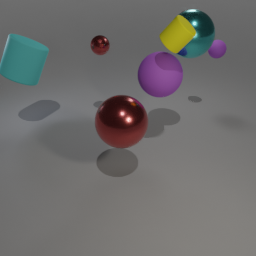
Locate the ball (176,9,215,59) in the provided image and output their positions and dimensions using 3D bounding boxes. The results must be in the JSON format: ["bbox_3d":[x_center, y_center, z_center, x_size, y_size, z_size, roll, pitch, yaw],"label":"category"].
[{"bbox_3d":[1.898,-2.816,8.443,1.400,1.400,1.400,0,31,0],"label":"ball"}]

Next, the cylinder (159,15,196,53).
[{"bbox_3d":[1.313,-2.476,7.418,0.700,0.700,0.700,28,41,-27],"label":"cylinder"}]

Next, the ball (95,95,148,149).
[{"bbox_3d":[-0.168,-0.164,7.330,1.400,1.400,1.400,0,31,0],"label":"ball"}]

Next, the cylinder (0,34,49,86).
[{"bbox_3d":[-3.741,-2.445,10.079,1.400,1.400,1.400,23,17,-7],"label":"cylinder"}]

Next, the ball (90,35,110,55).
[{"bbox_3d":[-1.010,-2.992,10.140,0.700,0.700,0.700,0,31,0],"label":"ball"}]

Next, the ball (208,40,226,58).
[{"bbox_3d":[3.486,-3.085,10.964,0.700,0.700,0.700,0,31,0],"label":"ball"}]

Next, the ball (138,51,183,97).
[{"bbox_3d":[0.998,-1.651,8.698,1.400,1.400,1.400,0,31,0],"label":"ball"}]
